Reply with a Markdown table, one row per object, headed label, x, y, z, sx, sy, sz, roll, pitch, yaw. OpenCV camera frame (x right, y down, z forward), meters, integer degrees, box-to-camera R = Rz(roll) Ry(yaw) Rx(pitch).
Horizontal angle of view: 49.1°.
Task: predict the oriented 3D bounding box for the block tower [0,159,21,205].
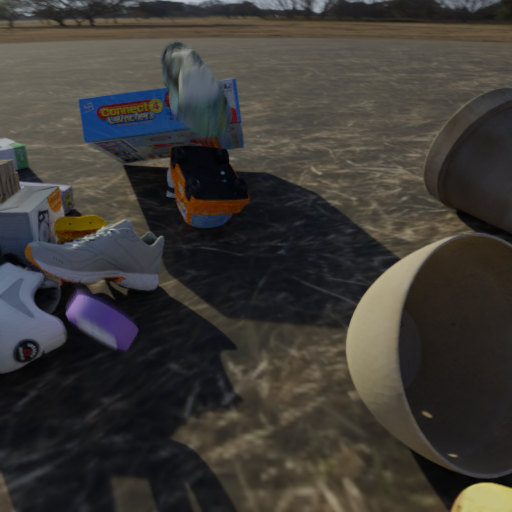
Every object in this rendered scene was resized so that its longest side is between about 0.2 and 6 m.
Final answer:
| label | x | y | z | sx | sy | sz | roll | pitch | yaw |
| --- | --- | --- | --- | --- | --- | --- | --- | --- | --- |
| block tower | -4.256 | -0.971 | 8.535 | 0.793 | 0.741 | 2.744 | -9 | 16 | -11 |

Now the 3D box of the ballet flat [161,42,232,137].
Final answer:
| label | x | y | z | sx | sy | sz | roll | pitch | yaw |
| --- | --- | --- | --- | --- | --- | --- | --- | --- | --- |
| ballet flat | -1.116 | -2.942 | 9.518 | 0.967 | 0.967 | 2.605 | -11 | 40 | -21 |

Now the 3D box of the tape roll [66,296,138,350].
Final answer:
| label | x | y | z | sx | sy | sz | roll | pitch | yaw |
| --- | --- | --- | --- | --- | --- | --- | --- | --- | --- |
| tape roll | -1.629 | 0.712 | 5.929 | 0.733 | 0.733 | 0.241 | 16 | 65 | 30 |

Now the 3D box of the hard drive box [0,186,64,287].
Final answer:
| label | x | y | z | sx | sy | sz | roll | pitch | yaw |
| --- | --- | --- | --- | --- | --- | --- | --- | --- | --- |
| hard drive box | -3.126 | -0.186 | 7.971 | 0.527 | 1.373 | 1.070 | 1 | 27 | 3 |

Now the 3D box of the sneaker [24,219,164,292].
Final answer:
| label | x | y | z | sx | sy | sz | roll | pitch | yaw |
| --- | --- | --- | --- | --- | --- | --- | --- | --- | --- |
| sneaker | -2.118 | -0.108 | 7.592 | 0.758 | 0.921 | 2.002 | 23 | 8 | 41 |

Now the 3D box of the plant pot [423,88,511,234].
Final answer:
| label | x | y | z | sx | sy | sz | roll | pitch | yaw |
| --- | --- | --- | --- | --- | --- | --- | --- | --- | --- |
| plant pot | 4.549 | -1.432 | 9.875 | 2.370 | 2.370 | 2.056 | -12 | 44 | -23 |

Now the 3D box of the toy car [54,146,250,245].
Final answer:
| label | x | y | z | sx | sy | sz | roll | pitch | yaw |
| --- | --- | --- | --- | --- | --- | --- | --- | --- | --- |
| toy car | -1.833 | -0.812 | 9.370 | 3.790 | 1.261 | 1.859 | -19 | 50 | -36 |

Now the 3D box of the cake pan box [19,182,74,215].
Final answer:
| label | x | y | z | sx | sy | sz | roll | pitch | yaw |
| --- | --- | --- | --- | --- | --- | --- | --- | --- | --- |
| cake pan box | -4.659 | -0.847 | 10.283 | 2.011 | 0.526 | 1.852 | 6 | 25 | 8 |

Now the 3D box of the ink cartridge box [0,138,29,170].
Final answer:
| label | x | y | z | sx | sy | sz | roll | pitch | yaw |
| --- | --- | --- | --- | --- | --- | --- | --- | --- | --- |
| ink cartridge box | -6.246 | -2.297 | 13.185 | 0.980 | 0.590 | 1.348 | 23 | 35 | 37 |

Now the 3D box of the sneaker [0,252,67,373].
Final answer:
| label | x | y | z | sx | sy | sz | roll | pitch | yaw |
| --- | --- | --- | --- | --- | --- | --- | --- | --- | --- |
| sneaker | -3.185 | 0.510 | 7.056 | 1.238 | 1.037 | 2.798 | -15 | 37 | -31 |

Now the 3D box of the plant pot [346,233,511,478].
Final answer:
| label | x | y | z | sx | sy | sz | roll | pitch | yaw |
| --- | --- | --- | --- | --- | --- | --- | --- | --- | --- |
| plant pot | 1.682 | 0.918 | 5.421 | 2.085 | 2.085 | 1.400 | -16 | 0 | -29 |

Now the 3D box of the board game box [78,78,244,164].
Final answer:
| label | x | y | z | sx | sy | sz | roll | pitch | yaw |
| --- | --- | --- | --- | --- | --- | --- | --- | --- | --- |
| board game box | -1.841 | -2.816 | 12.177 | 3.061 | 0.874 | 3.126 | -8 | 2 | -1 |

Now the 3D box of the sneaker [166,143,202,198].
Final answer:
| label | x | y | z | sx | sy | sz | roll | pitch | yaw |
| --- | --- | --- | --- | --- | --- | --- | --- | --- | --- |
| sneaker | -1.235 | -2.013 | 12.167 | 0.941 | 0.992 | 2.464 | 2 | 24 | 11 |

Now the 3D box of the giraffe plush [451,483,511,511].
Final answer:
| label | x | y | z | sx | sy | sz | roll | pitch | yaw |
| --- | --- | --- | --- | --- | --- | --- | --- | --- | --- |
| giraffe plush | 1.899 | 2.262 | 3.023 | 1.654 | 2.040 | 1.760 | 37 | 26 | 4 |
